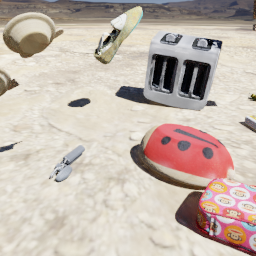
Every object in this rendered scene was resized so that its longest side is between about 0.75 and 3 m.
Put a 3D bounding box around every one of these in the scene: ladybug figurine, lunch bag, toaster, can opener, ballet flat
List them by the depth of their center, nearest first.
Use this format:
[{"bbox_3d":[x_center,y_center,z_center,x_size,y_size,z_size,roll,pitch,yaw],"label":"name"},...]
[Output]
[{"bbox_3d":[1.914,1.317,4.488,1.446,0.592,1.274,14,28,27],"label":"lunch bag"},{"bbox_3d":[1.228,0.484,6.024,2.286,0.822,1.552,21,32,37],"label":"ladybug figurine"},{"bbox_3d":[-1.262,0.790,6.126,0.395,0.315,1.181,40,33,5],"label":"can opener"},{"bbox_3d":[-0.341,-2.599,7.747,0.666,1.883,0.666,31,28,-18],"label":"ballet flat"},{"bbox_3d":[1.804,-1.920,9.668,2.274,2.515,1.492,15,31,14],"label":"toaster"}]

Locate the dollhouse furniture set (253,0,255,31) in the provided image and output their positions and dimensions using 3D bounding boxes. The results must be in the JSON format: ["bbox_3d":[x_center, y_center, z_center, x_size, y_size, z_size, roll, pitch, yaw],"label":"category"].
[{"bbox_3d":[4.088,-3.515,7.625,0.888,2.007,1.040,-4,15,-1],"label":"dollhouse furniture set"}]

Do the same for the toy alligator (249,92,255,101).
[{"bbox_3d":[4.675,-1.140,10.354,0.275,0.199,0.828,24,13,-11],"label":"toy alligator"}]

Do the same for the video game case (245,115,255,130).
[{"bbox_3d":[4.787,0.118,7.514,2.164,0.272,2.378,-6,26,-13],"label":"video game case"}]

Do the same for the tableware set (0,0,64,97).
[{"bbox_3d":[-2.185,-1.192,3.914,2.077,0.288,2.486,-32,-21,10],"label":"tableware set"}]
